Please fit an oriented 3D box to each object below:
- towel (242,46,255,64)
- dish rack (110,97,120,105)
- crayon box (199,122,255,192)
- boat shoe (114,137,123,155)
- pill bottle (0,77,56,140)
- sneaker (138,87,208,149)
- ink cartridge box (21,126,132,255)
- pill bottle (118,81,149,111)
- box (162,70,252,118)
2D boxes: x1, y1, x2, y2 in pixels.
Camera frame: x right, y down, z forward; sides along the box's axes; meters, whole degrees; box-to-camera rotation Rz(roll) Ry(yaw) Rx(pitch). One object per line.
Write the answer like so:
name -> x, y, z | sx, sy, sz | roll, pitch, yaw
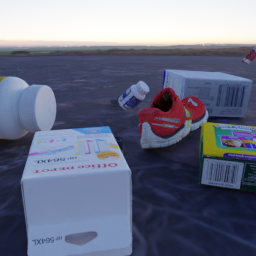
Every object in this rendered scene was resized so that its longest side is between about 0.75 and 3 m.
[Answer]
towel -> 2.478, -1.523, 5.227 | 0.090, 0.791, 0.570 | 47, 27, 15
dish rack -> -0.197, -1.036, 10.698 | 0.968, 0.264, 0.743 | 4, 16, -9
crayon box -> 2.427, 0.509, 5.179 | 2.124, 0.619, 1.833 | 6, 19, 13
boat shoe -> -0.706, 0.246, 5.216 | 1.505, 0.469, 0.562 | 14, -5, -36
pill bottle -> -3.265, -0.493, 6.841 | 2.716, 1.531, 1.531 | 2, 17, 9
sneaker -> 1.166, -0.449, 6.833 | 1.073, 1.183, 2.787 | -3, 18, 34
ink cartridge box -> -0.623, 0.783, 3.538 | 1.137, 1.108, 1.769 | -5, 18, -12
pill bottle -> 0.188, -0.964, 8.361 | 0.901, 0.539, 0.539 | -40, -6, 32
box -> 2.514, -1.233, 9.597 | 2.191, 1.250, 2.383 | 1, 17, -9
